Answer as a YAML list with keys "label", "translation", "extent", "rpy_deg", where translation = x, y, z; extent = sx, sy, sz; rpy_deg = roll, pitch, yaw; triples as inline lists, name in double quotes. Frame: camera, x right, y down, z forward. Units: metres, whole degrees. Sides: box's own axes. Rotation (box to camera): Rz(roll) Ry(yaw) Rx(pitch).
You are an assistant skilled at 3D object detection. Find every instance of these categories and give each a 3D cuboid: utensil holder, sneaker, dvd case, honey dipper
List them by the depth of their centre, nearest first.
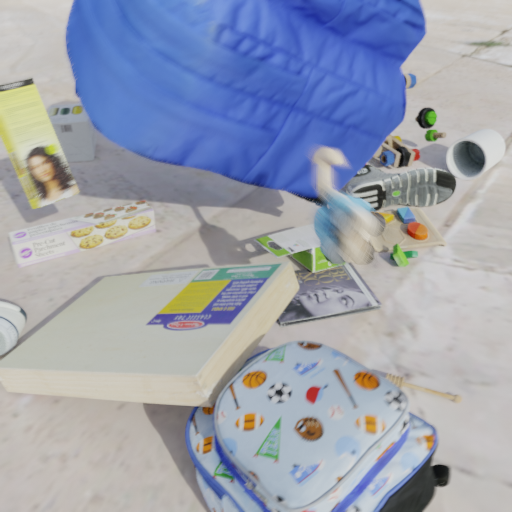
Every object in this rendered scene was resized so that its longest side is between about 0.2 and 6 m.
- label: "honey dipper"
  translation: [2.308, 1.859, 7.765]
  extent: [1.043, 0.198, 0.198]
  rpy_deg: [14, 36, 13]
- label: "sneaker"
  translation: [-4.714, 1.008, 8.581]
  extent: [2.373, 0.867, 0.840]
  rpy_deg: [11, 23, 1]
- label: "dvd case"
  translation: [1.069, 0.629, 9.640]
  extent: [1.773, 0.142, 1.318]
  rpy_deg: [-8, 34, -12]
- label: "sneaker"
  translation: [3.101, -1.707, 12.533]
  extent: [2.431, 0.912, 1.404]
  rpy_deg: [-7, 32, -8]
- label: "utensil holder"
  translation: [5.353, -2.495, 13.626]
  extent: [1.016, 1.016, 1.196]
  rpy_deg: [26, 39, 34]

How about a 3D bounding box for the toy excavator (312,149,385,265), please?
- label: "toy excavator"
  translation: [1.022, -0.629, 7.176]
  extent: [0.629, 1.224, 1.259]
  rpy_deg: [0, 27, -37]

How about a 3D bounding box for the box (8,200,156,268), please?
- label: "box"
  translation: [-3.325, -0.462, 10.932]
  extent: [2.738, 0.567, 0.530]
  rpy_deg: [-16, 37, -25]

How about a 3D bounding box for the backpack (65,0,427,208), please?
- label: "backpack"
  translation: [-0.297, -3.668, 9.018]
  extent: [4.961, 4.163, 4.031]
  rpy_deg: [3, 48, -33]

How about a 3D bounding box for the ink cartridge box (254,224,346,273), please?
- label: "ink cartridge box"
  translation: [0.789, -0.092, 10.255]
  extent: [1.383, 0.524, 1.022]
  rpy_deg: [-15, 27, -20]

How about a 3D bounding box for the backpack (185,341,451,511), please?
- label: "backpack"
  translation: [0.425, 2.086, 5.980]
  extent: [2.507, 1.931, 2.388]
  rpy_deg: [-29, 34, -33]

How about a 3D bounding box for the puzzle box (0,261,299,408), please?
- label: "puzzle box"
  translation: [-1.505, 0.983, 7.619]
  extent: [3.683, 0.468, 2.450]
  rpy_deg: [-5, 26, 34]

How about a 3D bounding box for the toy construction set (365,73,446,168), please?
- label: "toy construction set"
  translation: [2.863, -3.222, 14.329]
  extent: [2.815, 2.347, 2.163]
  rpy_deg: [-42, 28, -17]

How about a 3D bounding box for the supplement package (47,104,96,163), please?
- label: "supplement package"
  translation: [-4.833, -3.217, 14.630]
  extent: [1.084, 1.076, 1.428]
  rpy_deg: [-6, 34, -9]

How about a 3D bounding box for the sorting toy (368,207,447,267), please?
- label: "sorting toy"
  translation: [2.940, -0.428, 11.090]
  extent: [1.545, 0.308, 2.090]
  rpy_deg: [-3, 33, -5]

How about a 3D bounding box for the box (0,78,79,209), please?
- label: "box"
  translation: [-3.565, -1.767, 8.914]
  extent: [0.725, 1.926, 0.483]
  rpy_deg: [-30, 17, -33]
